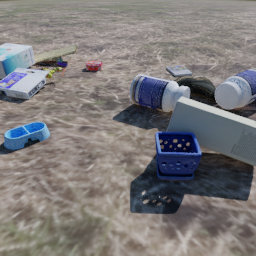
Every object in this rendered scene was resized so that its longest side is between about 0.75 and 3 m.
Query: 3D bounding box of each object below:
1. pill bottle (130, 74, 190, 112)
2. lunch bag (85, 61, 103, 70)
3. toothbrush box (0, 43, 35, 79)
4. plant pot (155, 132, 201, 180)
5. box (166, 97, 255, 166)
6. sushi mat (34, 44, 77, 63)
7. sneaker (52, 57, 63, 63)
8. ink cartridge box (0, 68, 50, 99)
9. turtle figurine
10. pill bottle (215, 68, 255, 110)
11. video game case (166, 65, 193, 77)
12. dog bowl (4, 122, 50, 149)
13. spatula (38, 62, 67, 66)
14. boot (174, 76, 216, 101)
[{"bbox_3d":[1.135,-1.203,9.996,1.955,1.132,1.132,18,35,27],"label":"pill bottle"},{"bbox_3d":[-1.709,-3.108,14.062,0.827,0.339,0.728,1,35,4],"label":"lunch bag"},{"bbox_3d":[-5.880,-3.279,13.593,1.637,0.953,2.235,11,35,18],"label":"toothbrush box"},{"bbox_3d":[1.176,0.720,6.936,1.014,0.912,1.014,1,31,1],"label":"plant pot"},{"bbox_3d":[2.374,0.042,7.464,2.468,1.014,0.844,22,22,12],"label":"box"},{"bbox_3d":[-4.022,-3.963,15.063,2.636,0.160,1.261,-14,33,2],"label":"sushi mat"},{"bbox_3d":[-3.755,-3.785,15.179,0.438,0.373,0.961,-22,38,-39],"label":"sneaker"},{"bbox_3d":[-4.384,-1.902,11.691,1.726,0.378,1.742,10,43,18],"label":"ink cartridge box"},{"bbox_3d":[-3.773,-2.370,12.410,1.803,0.580,1.454,-39,37,-22],"label":"turtle figurine"},{"bbox_3d":[4.197,-1.422,10.323,2.038,1.179,1.179,-23,37,-34],"label":"pill bottle"},{"bbox_3d":[2.506,-2.808,13.738,0.878,0.110,1.226,-8,31,-12],"label":"video game case"},{"bbox_3d":[-3.047,0.191,8.412,1.356,0.336,0.756,-22,37,-32],"label":"dog bowl"},{"bbox_3d":[-3.927,-3.315,14.557,1.484,0.152,0.419,-2,30,-4],"label":"spatula"},{"bbox_3d":[2.722,-1.476,10.933,1.926,0.746,1.332,-12,37,-18],"label":"boot"}]
